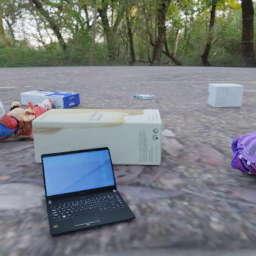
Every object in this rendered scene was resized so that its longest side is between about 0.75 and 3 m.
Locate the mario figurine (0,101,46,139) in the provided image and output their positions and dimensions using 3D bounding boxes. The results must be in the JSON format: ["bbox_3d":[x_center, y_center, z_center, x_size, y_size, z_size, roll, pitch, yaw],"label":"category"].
[{"bbox_3d":[-3.578,-0.252,7.871,1.625,1.395,2.632,15,23,41],"label":"mario figurine"}]

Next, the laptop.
[{"bbox_3d":[-0.720,0.950,4.670,1.292,0.753,1.458,-6,16,-19],"label":"laptop"}]

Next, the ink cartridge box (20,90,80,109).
[{"bbox_3d":[-3.746,-1.391,13.462,2.634,0.582,1.238,8,19,27],"label":"ink cartridge box"}]

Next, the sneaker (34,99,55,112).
[{"bbox_3d":[-3.687,-0.945,12.038,0.765,0.477,1.428,-6,19,-29],"label":"sneaker"}]

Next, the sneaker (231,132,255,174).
[{"bbox_3d":[2.733,0.719,5.491,1.237,1.195,2.964,-13,4,11],"label":"sneaker"}]

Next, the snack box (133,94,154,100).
[{"bbox_3d":[0.871,-1.726,15.426,1.001,0.186,0.582,10,18,32],"label":"snack box"}]

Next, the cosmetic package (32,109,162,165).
[{"bbox_3d":[-0.667,0.157,6.973,2.938,1.044,1.545,0,15,2],"label":"cosmetic package"}]

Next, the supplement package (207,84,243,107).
[{"bbox_3d":[4.610,-1.575,13.349,1.305,0.990,0.983,-1,15,-4],"label":"supplement package"}]
